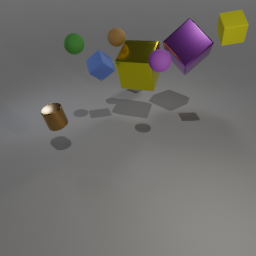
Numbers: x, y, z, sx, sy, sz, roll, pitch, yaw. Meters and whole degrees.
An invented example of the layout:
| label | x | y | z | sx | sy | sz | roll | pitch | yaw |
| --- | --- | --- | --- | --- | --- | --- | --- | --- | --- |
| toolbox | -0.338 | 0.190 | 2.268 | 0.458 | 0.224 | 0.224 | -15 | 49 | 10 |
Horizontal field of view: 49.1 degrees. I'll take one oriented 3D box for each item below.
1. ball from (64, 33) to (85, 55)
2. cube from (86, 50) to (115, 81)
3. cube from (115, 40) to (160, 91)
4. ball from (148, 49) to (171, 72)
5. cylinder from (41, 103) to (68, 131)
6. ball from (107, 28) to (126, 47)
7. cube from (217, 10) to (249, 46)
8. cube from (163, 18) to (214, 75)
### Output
| label | x | y | z | sx | sy | sz | roll | pitch | yaw |
| --- | --- | --- | --- | --- | --- | --- | --- | --- | --- |
| ball | -1.839 | -2.870 | 9.565 | 0.700 | 0.700 | 0.700 | 0 | 31 | 0 |
| cube | -1.027 | -2.326 | 10.433 | 0.700 | 0.700 | 0.700 | 23 | 41 | -49 |
| cube | 0.462 | -2.481 | 11.091 | 1.400 | 1.400 | 1.400 | 7 | 52 | 18 |
| ball | 0.976 | -2.066 | 8.602 | 0.700 | 0.700 | 0.700 | 0 | 31 | 0 |
| cylinder | -2.447 | -0.370 | 9.375 | 0.700 | 0.700 | 0.700 | -11 | 36 | 8 |
| ball | -0.443 | -3.498 | 10.805 | 0.700 | 0.700 | 0.700 | 0 | 31 | 0 |
| cube | 3.199 | -3.086 | 8.637 | 0.700 | 0.700 | 0.700 | -8 | 59 | 5 |
| cube | 2.422 | -3.268 | 11.451 | 1.400 | 1.400 | 1.400 | 50 | 6 | 8 |
